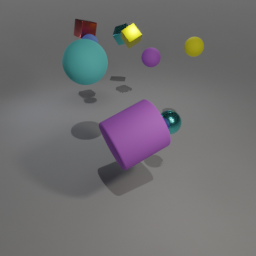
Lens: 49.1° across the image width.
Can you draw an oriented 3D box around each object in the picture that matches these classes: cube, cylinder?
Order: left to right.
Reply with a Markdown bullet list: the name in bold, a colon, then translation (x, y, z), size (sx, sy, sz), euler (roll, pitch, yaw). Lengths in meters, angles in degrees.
- **cube**: translation (-1.813, -4.170, 11.841), size (0.700, 0.700, 0.700), euler (-6, 28, -35)
- **cube**: translation (-0.285, -4.870, 14.588), size (0.700, 0.700, 0.700), euler (-6, 56, 28)
- **cube**: translation (0.143, -4.229, 12.888), size (0.700, 0.700, 0.700), euler (-34, -4, -5)
- **cylinder**: translation (0.164, 0.170, 7.344), size (1.400, 1.400, 1.400), euler (-29, 37, -11)

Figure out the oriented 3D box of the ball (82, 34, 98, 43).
- **ball**: translation (-1.576, -3.479, 11.476), size (0.700, 0.700, 0.700), euler (0, 30, 0)

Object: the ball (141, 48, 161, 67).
- **ball**: translation (0.840, -2.574, 10.220), size (0.700, 0.700, 0.700), euler (0, 30, 0)

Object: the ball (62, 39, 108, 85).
- **ball**: translation (-1.335, -2.045, 8.735), size (1.400, 1.400, 1.400), euler (0, 30, 0)

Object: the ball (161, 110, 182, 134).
- **ball**: translation (1.186, -0.163, 8.051), size (0.700, 0.700, 0.700), euler (0, 30, 0)

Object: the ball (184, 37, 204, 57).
- **ball**: translation (2.410, -2.961, 10.217), size (0.700, 0.700, 0.700), euler (0, 30, 0)
